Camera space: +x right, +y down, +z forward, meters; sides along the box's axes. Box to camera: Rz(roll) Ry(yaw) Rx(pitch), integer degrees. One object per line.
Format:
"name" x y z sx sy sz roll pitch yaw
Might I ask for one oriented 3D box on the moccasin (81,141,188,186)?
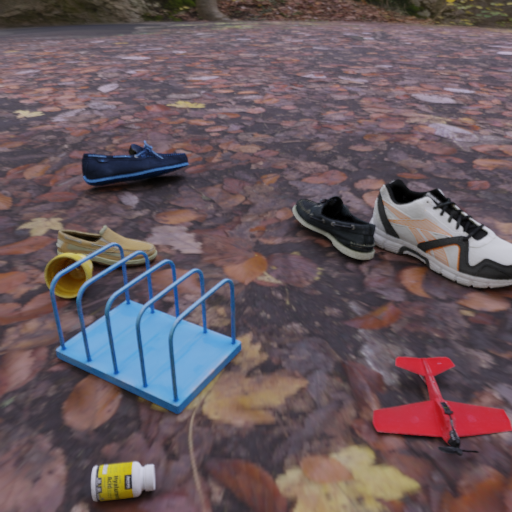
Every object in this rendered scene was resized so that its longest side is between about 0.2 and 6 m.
"moccasin" -3.214 -2.574 14.992 2.842 0.969 1.143 -13 0 -24

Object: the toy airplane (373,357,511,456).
"toy airplane" 2.549 2.003 7.838 1.927 0.354 1.927 2 29 -1

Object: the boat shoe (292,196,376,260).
"boat shoe" 1.708 -0.855 12.251 0.967 0.858 2.588 -3 29 -26

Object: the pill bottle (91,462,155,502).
"pill bottle" -1.565 2.661 6.629 0.707 0.393 0.393 -4 30 -8

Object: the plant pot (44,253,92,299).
"plant pot" -3.443 0.302 10.509 0.812 0.812 0.764 0 14 0

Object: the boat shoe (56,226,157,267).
"boat shoe" -3.021 -0.238 11.329 1.989 0.757 0.713 0 22 -8

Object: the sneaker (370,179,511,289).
"sneaker" 3.793 -0.486 11.234 3.545 1.418 1.307 25 36 34

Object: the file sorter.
"file sorter" -1.692 0.933 8.600 2.421 1.485 1.680 16 32 27
